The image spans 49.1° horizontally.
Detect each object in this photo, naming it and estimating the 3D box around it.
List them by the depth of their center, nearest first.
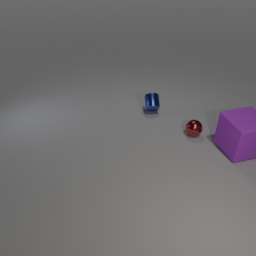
[{"bbox_3d":[4.250,0.214,10.375,1.400,1.400,1.400,-10,37,-14],"label":"cube"},{"bbox_3d":[2.734,0.000,11.591,0.700,0.700,0.700,0,31,0],"label":"ball"},{"bbox_3d":[1.150,-1.213,13.284,0.700,0.700,0.700,-3,71,-5],"label":"cylinder"}]
